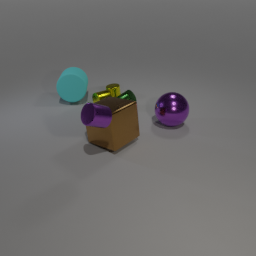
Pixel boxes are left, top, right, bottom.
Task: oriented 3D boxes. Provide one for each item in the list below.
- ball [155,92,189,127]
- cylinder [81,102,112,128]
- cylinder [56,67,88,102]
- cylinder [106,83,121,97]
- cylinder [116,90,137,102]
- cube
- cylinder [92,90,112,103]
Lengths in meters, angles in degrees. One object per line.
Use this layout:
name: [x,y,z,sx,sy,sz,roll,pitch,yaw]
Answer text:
ball: [1.780,-0.756,11.373,1.400,1.400,1.400,0,29,0]
cylinder: [-0.964,-0.376,8.541,0.700,0.700,0.700,9,16,-45]
cylinder: [-2.678,-2.133,13.637,1.400,1.400,1.400,-2,25,-4]
cylinder: [-0.714,-1.768,13.892,0.700,0.700,0.700,-6,29,3]
cylinder: [-0.083,-1.290,12.828,0.700,0.700,0.700,-29,17,28]
cube: [-0.578,-0.208,10.152,1.400,1.400,1.400,15,32,39]
cylinder: [-1.222,-1.400,13.287,0.700,0.700,0.700,-20,35,-33]
